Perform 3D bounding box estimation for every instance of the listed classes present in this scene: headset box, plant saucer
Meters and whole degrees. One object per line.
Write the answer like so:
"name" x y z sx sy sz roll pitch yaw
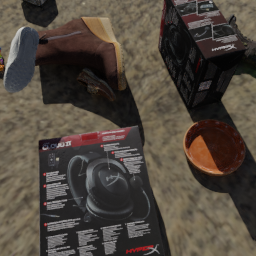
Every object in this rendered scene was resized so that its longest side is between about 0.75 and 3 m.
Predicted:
"headset box" -0.653 1.365 5.939 2.223 1.154 2.988 -9 60 -5
"headset box" 1.701 -2.215 7.442 1.057 2.037 2.737 -14 61 -8
"plant saucer" 2.118 0.477 6.966 1.502 0.242 1.502 0 60 -1

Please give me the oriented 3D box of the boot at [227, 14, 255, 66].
"boot" 3.591 -2.633 8.582 1.487 0.591 1.708 19 68 5

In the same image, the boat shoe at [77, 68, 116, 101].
"boat shoe" -0.889 -1.116 7.750 1.347 0.510 0.484 39 77 24

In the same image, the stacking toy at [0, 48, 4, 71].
"stacking toy" -3.896 -2.038 8.302 0.494 0.467 0.851 -33 76 1

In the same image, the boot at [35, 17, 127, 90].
"boot" -1.438 -1.971 7.936 2.474 1.076 2.974 -14 56 -5

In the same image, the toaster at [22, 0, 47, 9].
"toaster" -3.176 -4.752 9.679 1.020 0.605 0.922 23 64 12

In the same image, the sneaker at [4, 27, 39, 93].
"sneaker" -2.373 -1.478 6.123 0.587 0.557 1.458 18 89 43
